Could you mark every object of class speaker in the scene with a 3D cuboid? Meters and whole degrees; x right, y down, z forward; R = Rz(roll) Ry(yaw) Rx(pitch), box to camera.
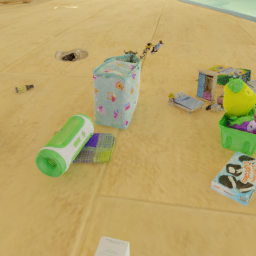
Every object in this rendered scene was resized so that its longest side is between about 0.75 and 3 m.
[{"bbox_3d":[-1.856,0.455,8.600,1.011,1.011,2.287,9,34,14],"label":"speaker"}]

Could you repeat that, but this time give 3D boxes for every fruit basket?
[{"bbox_3d":[3.915,-0.527,9.280,1.690,2.343,2.343,19,38,27],"label":"fruit basket"}]

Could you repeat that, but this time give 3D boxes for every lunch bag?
[{"bbox_3d":[-0.305,-1.528,10.801,1.564,2.184,2.564,10,33,13],"label":"lunch bag"}]

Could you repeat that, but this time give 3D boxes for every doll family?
[{"bbox_3d":[1.096,-3.536,12.294,1.070,0.420,0.619,8,48,29],"label":"doll family"}]

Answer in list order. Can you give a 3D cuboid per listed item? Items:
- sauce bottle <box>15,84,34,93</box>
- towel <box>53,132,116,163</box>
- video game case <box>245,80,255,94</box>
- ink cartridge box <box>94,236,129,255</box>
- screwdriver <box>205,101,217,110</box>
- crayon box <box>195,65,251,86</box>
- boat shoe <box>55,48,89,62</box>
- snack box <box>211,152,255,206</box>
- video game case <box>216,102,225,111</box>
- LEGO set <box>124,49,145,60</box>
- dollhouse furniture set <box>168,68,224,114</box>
[{"bbox_3d":[-4.843,-1.868,13.126,0.845,0.273,0.273,-19,37,-30],"label":"sauce bottle"},{"bbox_3d":[-1.571,0.605,9.292,2.191,0.250,1.574,3,32,5],"label":"towel"},{"bbox_3d":[6.650,-1.626,12.724,2.352,0.285,2.583,-9,33,-14],"label":"video game case"},{"bbox_3d":[-0.412,2.887,5.032,0.584,1.017,1.400,8,34,12],"label":"ink cartridge box"},{"bbox_3d":[3.679,-1.020,11.896,1.239,0.173,0.180,-26,72,-35],"label":"screwdriver"},{"bbox_3d":[4.580,-2.562,13.620,1.383,0.567,2.200,-25,31,-32],"label":"crayon box"},{"bbox_3d":[-1.892,-2.507,9.836,1.299,0.463,0.419,-21,42,-37],"label":"boat shoe"},{"bbox_3d":[3.237,1.378,8.018,1.020,0.326,1.756,24,40,32],"label":"snack box"},{"bbox_3d":[4.076,-0.941,11.840,0.698,0.088,0.766,11,34,16],"label":"video game case"},{"bbox_3d":[0.321,-4.434,17.113,0.953,0.416,1.468,-24,53,-29],"label":"LEGO set"},{"bbox_3d":[2.880,-1.436,11.410,1.956,1.276,1.847,-22,35,-29],"label":"dollhouse furniture set"}]
